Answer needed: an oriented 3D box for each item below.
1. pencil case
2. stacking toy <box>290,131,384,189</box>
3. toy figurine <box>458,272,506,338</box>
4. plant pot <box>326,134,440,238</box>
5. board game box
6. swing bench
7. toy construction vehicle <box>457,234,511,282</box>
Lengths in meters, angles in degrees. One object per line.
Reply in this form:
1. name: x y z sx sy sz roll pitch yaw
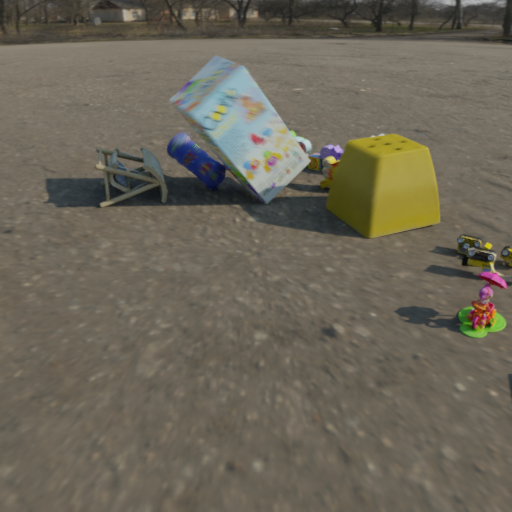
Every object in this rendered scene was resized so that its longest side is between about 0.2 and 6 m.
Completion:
1. pencil case: -1.473 -2.371 14.099 1.764 0.688 0.766 42 17 28
2. stacking toy: 1.587 -2.818 15.364 3.697 0.869 2.787 18 32 32
3. toy figurine: 3.431 0.669 8.449 0.693 0.850 0.923 20 34 35
4. plant pot: 2.729 -1.620 12.005 1.842 1.625 1.842 -13 30 -18
5. board game box: -0.334 -2.826 12.728 1.509 2.877 1.482 -44 38 -1
6. swing bench: -2.990 -1.957 13.467 1.587 1.030 1.579 -6 27 -12
7. toy construction vehicle: 4.270 0.064 10.210 1.323 0.466 1.152 16 20 23
